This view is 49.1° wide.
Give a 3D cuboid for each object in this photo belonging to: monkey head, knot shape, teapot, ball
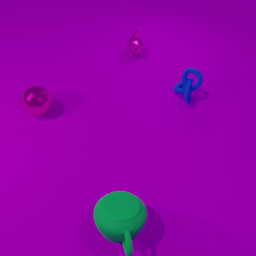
[{"bbox_3d":[0.344,-3.147,10.347,0.667,0.796,1.107,26,30,-18],"label":"monkey head"},{"bbox_3d":[1.915,-1.391,9.139,0.512,1.109,1.037,12,8,-20],"label":"knot shape"},{"bbox_3d":[-0.189,2.029,6.364,1.186,0.934,1.908,-5,29,-14],"label":"teapot"},{"bbox_3d":[-2.807,-0.852,8.700,0.934,0.934,0.934,0,55,0],"label":"ball"}]
